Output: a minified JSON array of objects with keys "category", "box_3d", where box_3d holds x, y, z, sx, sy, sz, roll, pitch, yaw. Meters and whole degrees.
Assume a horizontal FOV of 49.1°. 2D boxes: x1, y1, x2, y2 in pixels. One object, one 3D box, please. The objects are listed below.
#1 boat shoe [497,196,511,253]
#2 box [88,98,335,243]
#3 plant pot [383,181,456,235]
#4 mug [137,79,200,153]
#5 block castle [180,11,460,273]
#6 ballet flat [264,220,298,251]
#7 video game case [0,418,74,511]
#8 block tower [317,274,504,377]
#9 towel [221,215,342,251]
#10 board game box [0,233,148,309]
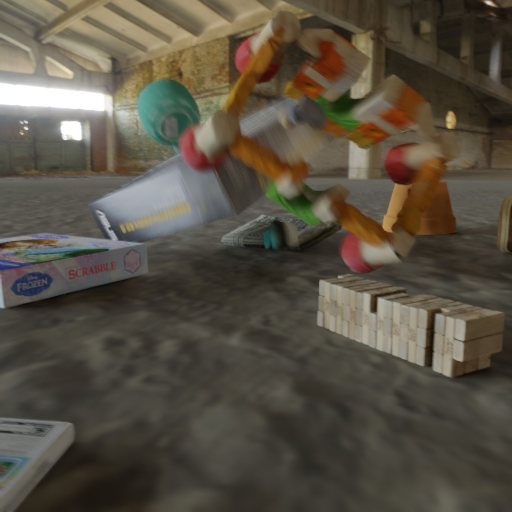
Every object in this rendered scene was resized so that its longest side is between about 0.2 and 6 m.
[{"category":"boat shoe","box_3d":[5.245,-0.553,10.294,1.030,1.032,2.860,6,5,39]},{"category":"box","box_3d":[-0.537,-1.697,10.219,3.238,0.988,4.088,-12,22,42]},{"category":"plant pot","box_3d":[3.871,-1.176,13.272,1.683,1.178,1.683,-1,9,0]},{"category":"mug","box_3d":[-1.432,-2.400,9.822,1.237,1.017,0.765,31,21,-41]},{"category":"block castle","box_3d":[0.875,-1.455,7.706,3.320,2.218,1.557,31,-14,-14]},{"category":"ballet flat","box_3d":[0.428,-0.362,9.475,0.495,0.492,1.446,-7,0,-4]},{"category":"video game case","box_3d":[-1.781,1.137,2.868,1.272,0.151,1.157,2,10,6]},{"category":"block tower","box_3d":[1.268,0.575,5.093,0.528,0.493,1.825,-5,10,-31]},{"category":"towel","box_3d":[0.549,-0.509,11.231,1.812,0.325,1.882,5,18,33]},{"category":"board game box","box_3d":[-3.184,0.107,7.823,2.354,0.484,2.348,6,11,32]}]
